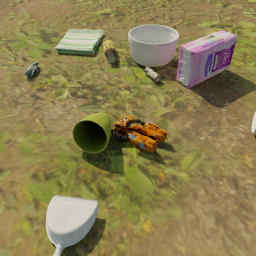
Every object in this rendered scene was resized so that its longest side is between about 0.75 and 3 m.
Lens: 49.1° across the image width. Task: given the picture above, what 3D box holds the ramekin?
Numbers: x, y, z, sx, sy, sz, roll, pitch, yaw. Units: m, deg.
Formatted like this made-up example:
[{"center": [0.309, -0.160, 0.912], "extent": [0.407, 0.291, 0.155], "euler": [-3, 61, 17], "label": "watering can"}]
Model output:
[{"center": [1.197, -3.945, 13.469], "extent": [2.386, 1.252, 2.386], "euler": [0, 41, 0], "label": "ramekin"}]

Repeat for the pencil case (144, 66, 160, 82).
[{"center": [1.069, -2.352, 12.242], "extent": [0.345, 0.397, 0.888], "euler": [-48, 48, 8], "label": "pencil case"}]

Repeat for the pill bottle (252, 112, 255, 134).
[{"center": [5.081, -0.041, 8.977], "extent": [1.927, 1.069, 1.069], "euler": [11, 41, 13], "label": "pill bottle"}]

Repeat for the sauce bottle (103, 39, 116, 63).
[{"center": [-0.884, -3.791, 13.823], "extent": [0.584, 0.584, 1.804], "euler": [-6, 41, -8], "label": "sauce bottle"}]

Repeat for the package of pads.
[{"center": [3.343, -2.982, 11.998], "extent": [2.754, 1.659, 1.042], "euler": [-27, 48, -28], "label": "package of pads"}]

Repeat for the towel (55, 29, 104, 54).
[{"center": [-2.568, -4.743, 15.134], "extent": [2.146, 0.329, 2.813], "euler": [4, 40, 6], "label": "towel"}]

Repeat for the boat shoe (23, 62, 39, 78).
[{"center": [-4.305, -2.632, 12.695], "extent": [0.374, 0.441, 1.211], "euler": [42, 30, -18], "label": "boat shoe"}]

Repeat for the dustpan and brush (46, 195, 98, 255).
[{"center": [-1.503, 2.480, 6.534], "extent": [1.276, 0.523, 1.828], "euler": [5, 33, 10], "label": "dustpan and brush"}]

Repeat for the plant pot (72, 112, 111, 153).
[{"center": [-0.997, 0.009, 9.026], "extent": [1.157, 1.157, 1.237], "euler": [10, 28, 12], "label": "plant pot"}]

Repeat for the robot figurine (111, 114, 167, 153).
[{"center": [0.315, 0.104, 9.229], "extent": [1.795, 0.522, 1.301], "euler": [25, 45, 27], "label": "robot figurine"}]
